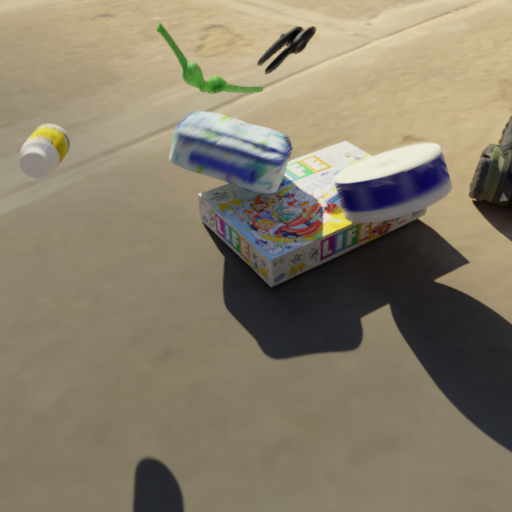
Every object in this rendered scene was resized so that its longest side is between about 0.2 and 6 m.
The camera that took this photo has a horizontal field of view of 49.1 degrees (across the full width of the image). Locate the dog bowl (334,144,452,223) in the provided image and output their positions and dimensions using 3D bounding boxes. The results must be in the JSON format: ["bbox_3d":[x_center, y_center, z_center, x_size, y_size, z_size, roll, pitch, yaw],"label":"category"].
[{"bbox_3d":[1.861,-1.012,7.716,1.501,0.591,1.501,-19,17,6],"label":"dog bowl"}]

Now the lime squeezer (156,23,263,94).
[{"bbox_3d":[-0.898,-3.325,10.310,2.273,0.429,0.803,24,44,-24],"label":"lime squeezer"}]

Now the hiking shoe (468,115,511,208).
[{"bbox_3d":[4.950,-1.711,9.780,1.546,1.163,3.072,31,58,22],"label":"hiking shoe"}]

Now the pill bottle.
[{"bbox_3d":[-2.532,-1.238,6.684,0.444,0.444,0.790,-2,32,-2],"label":"pill bottle"}]

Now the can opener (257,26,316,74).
[{"bbox_3d":[0.468,-3.558,9.576,0.433,0.537,1.365,46,62,0],"label":"can opener"}]

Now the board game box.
[{"bbox_3d":[0.909,-0.813,8.938,3.060,0.524,2.057,-24,43,-25],"label":"board game box"}]

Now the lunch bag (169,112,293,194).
[{"bbox_3d":[-0.360,-1.616,8.636,1.772,0.731,1.424,18,29,4],"label":"lunch bag"}]
